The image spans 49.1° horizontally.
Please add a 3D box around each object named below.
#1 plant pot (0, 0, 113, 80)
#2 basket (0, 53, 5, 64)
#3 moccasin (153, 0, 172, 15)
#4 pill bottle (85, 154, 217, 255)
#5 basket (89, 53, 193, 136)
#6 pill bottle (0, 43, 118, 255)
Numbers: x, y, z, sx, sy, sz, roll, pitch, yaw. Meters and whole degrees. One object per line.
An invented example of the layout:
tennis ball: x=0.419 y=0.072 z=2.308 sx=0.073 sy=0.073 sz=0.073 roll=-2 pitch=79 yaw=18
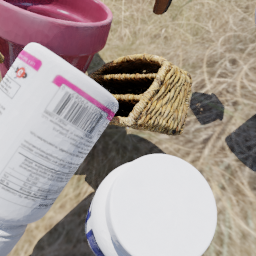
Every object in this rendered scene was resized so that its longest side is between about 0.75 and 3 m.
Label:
plant pot: x=-1.849 y=-1.773 z=6.238 sx=2.544 sy=2.277 sz=2.544 roll=14 pitch=36 yaw=-11
basket: x=-3.283 y=-1.835 z=4.938 sx=1.366 sy=1.309 sz=1.834 roll=-26 pitch=42 yaw=-32
moccasin: x=0.678 y=-3.478 z=6.151 sx=0.868 sy=2.247 sz=0.822 roll=5 pitch=70 yaw=4
pill bottle: x=0.170 y=1.451 z=4.479 sx=1.615 sy=2.791 sz=1.615 roll=4 pitch=67 yaw=-10
basket: x=-0.029 y=-0.786 z=5.645 sx=2.172 sy=1.618 sz=1.550 roll=11 pitch=91 yaw=47
pill bottle: x=-1.531 y=0.350 z=4.137 sx=1.593 sy=1.593 sz=2.811 roll=35 pitch=89 yaw=19
